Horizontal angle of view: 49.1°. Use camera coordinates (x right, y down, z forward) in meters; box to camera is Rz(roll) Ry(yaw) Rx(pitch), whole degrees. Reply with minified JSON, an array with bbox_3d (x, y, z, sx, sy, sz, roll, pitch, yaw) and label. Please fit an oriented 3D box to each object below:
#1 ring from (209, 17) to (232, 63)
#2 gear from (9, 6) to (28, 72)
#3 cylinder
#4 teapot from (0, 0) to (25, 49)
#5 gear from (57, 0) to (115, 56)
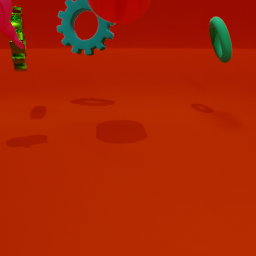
[{"bbox_3d":[2.784,-2.642,8.458,0.279,1.397,1.397,-18,15,9],"label":"ring"},{"bbox_3d":[-3.080,-2.465,7.867,0.317,1.714,1.714,-5,18,-16],"label":"gear"},{"bbox_3d":[-0.120,-2.771,4.918,1.360,1.360,1.360,-1,-5,-4],"label":"cylinder"},{"bbox_3d":[-2.395,-1.940,4.622,1.625,1.010,0.795,40,15,-46],"label":"teapot"},{"bbox_3d":[-1.365,-3.329,9.089,1.865,1.865,0.345,4,10,13],"label":"gear"}]
